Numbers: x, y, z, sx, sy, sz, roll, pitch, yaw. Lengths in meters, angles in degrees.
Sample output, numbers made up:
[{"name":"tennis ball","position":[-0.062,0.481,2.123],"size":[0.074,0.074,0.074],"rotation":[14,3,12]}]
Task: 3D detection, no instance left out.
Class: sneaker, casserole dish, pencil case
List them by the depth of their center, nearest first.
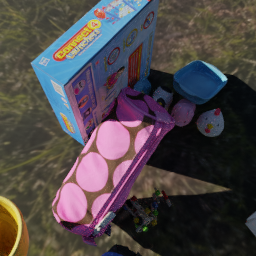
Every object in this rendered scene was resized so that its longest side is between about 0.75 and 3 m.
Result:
[{"name":"sneaker","position":[0.225,2.960,4.855],"size":[1.993,1.108,0.765],"rotation":[48,112,11]},{"name":"pencil case","position":[-0.253,0.714,5.391],"size":[1.326,1.369,2.923],"rotation":[24,102,-25]},{"name":"casserole dish","position":[1.811,-1.154,7.143],"size":[1.088,0.349,1.797],"rotation":[38,46,16]}]

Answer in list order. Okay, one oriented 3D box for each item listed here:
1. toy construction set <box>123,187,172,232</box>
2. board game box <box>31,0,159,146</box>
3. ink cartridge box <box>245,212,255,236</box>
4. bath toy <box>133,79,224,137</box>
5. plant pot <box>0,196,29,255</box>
[{"name":"toy construction set","position":[0.444,1.702,5.570],"size":[0.928,0.774,0.713],"rotation":[-34,35,2]},{"name":"board game box","position":[-0.502,-1.258,6.134],"size":[0.768,2.750,2.693],"rotation":[35,69,14]},{"name":"ink cartridge box","position":[3.689,2.227,5.453],"size":[1.543,0.871,2.102],"rotation":[-31,68,-17]},{"name":"bath toy","position":[1.240,-0.469,6.821],"size":[2.333,0.862,1.015],"rotation":[24,67,10]},{"name":"plant pot","position":[-2.495,2.261,4.761],"size":[1.676,1.576,1.676],"rotation":[3,41,-2]}]
